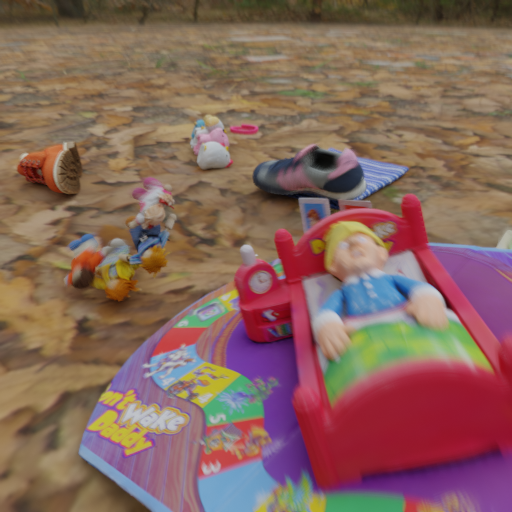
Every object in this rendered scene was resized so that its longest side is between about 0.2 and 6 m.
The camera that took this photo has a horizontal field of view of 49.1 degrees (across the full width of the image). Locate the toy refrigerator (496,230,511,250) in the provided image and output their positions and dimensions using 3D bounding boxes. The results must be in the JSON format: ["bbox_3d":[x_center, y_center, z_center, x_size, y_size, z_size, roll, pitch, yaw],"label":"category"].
[{"bbox_3d":[3.704,0.520,6.180,2.239,0.783,0.850,25,70,40],"label":"toy refrigerator"}]

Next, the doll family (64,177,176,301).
[{"bbox_3d":[-1.576,-0.073,7.227,1.907,0.859,1.184,-40,33,9],"label":"doll family"}]

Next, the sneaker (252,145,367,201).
[{"bbox_3d":[0.833,-1.609,9.952,2.289,0.939,0.803,9,52,33],"label":"sneaker"}]

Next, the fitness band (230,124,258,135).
[{"bbox_3d":[-0.321,-3.346,14.842,0.769,0.144,0.552,11,30,23],"label":"fitness band"}]

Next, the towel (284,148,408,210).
[{"bbox_3d":[1.603,-1.644,11.347,1.979,0.326,2.734,21,34,33],"label":"towel"}]

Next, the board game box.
[{"bbox_3d":[0.832,0.451,4.761,4.291,1.057,5.431,-34,26,-35],"label":"board game box"}]

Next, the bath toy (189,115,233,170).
[{"bbox_3d":[-0.973,-2.544,12.650,0.766,0.901,2.072,15,27,-21],"label":"bath toy"}]

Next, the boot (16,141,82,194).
[{"bbox_3d":[-4.083,-1.645,10.944,1.189,0.832,2.217,-12,22,-11],"label":"boot"}]
